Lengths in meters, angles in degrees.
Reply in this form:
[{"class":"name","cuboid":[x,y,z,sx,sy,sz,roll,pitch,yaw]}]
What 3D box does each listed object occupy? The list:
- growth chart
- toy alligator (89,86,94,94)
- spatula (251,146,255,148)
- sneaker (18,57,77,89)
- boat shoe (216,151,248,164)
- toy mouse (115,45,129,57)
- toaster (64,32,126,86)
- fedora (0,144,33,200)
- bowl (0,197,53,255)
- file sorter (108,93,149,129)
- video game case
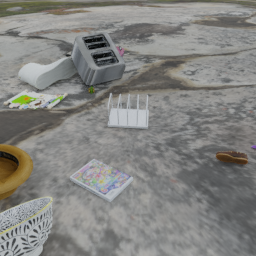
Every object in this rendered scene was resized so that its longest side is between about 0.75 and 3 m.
[{"class":"growth chart","cuboid":[-3.864,-1.165,11.707,2.215,0.196,1.603,7,33,13]},{"class":"toy alligator","cuboid":[-1.657,-1.778,12.702,0.255,0.185,0.770,-3,32,-7]},{"class":"spatula","cuboid":[4.206,0.722,8.677,0.218,0.079,0.771,-15,37,-33]},{"class":"sneaker","cuboid":[-3.910,-2.934,13.758,1.694,1.080,2.932,22,39,28]},{"class":"boat shoe","cuboid":[3.050,0.830,8.253,0.924,0.325,0.325,12,47,4]},{"class":"toy mouse","cuboid":[-0.927,-3.961,15.328,2.464,0.537,2.773,-3,0,-37]},{"class":"toaster","cuboid":[-1.504,-3.273,13.308,2.326,1.380,2.103,-19,71,-28]},{"class":"fedora","cuboid":[-3.461,1.240,7.090,2.087,0.851,2.087,5,31,-3]},{"class":"bowl","cuboid":[-2.171,2.116,5.341,1.842,0.864,1.842,-21,3,1]},{"class":"file sorter","cuboid":[0.028,-0.641,9.961,1.421,0.885,0.986,3,42,4]},{"class":"video game case","cuboid":[-0.717,1.368,7.573,1.411,0.127,1.010,21,37,30]}]
